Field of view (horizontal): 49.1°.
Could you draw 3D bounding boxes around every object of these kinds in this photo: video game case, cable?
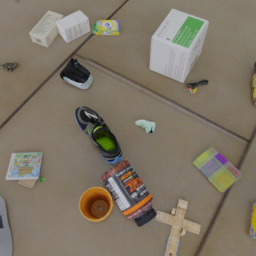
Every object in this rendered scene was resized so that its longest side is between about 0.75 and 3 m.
[{"bbox_3d":[-3.747,1.372,10.181,1.160,0.128,1.056,-2,55,1],"label":"video game case"},{"bbox_3d":[2.916,-1.808,12.027,1.155,0.291,0.561,-26,47,-27],"label":"cable"}]

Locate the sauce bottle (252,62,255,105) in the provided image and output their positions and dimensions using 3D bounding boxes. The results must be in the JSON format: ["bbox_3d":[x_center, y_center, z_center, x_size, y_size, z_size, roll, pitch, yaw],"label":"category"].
[{"bbox_3d":[5.588,-1.901,11.749,0.705,0.705,2.180,7,60,4],"label":"sauce bottle"}]

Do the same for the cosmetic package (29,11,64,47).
[{"bbox_3d":[-3.803,-4.730,13.347,0.894,0.604,1.699,23,64,12],"label":"cosmetic package"}]

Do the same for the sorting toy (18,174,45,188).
[{"bbox_3d":[-3.404,1.840,10.002,0.849,0.125,0.627,17,58,13],"label":"sorting toy"}]

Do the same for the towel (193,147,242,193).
[{"bbox_3d":[3.231,1.505,10.167,1.097,0.174,1.527,-36,66,-17],"label":"towel"}]

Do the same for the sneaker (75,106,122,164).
[{"bbox_3d":[-1.064,0.095,10.405,0.941,1.100,2.655,-31,66,-17],"label":"sneaker"}]

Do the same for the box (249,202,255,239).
[{"bbox_3d":[5.018,2.849,8.353,1.949,2.023,1.234,17,62,9],"label":"box"}]

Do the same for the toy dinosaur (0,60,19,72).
[{"bbox_3d":[-5.272,-2.744,12.463,0.945,0.364,0.483,-8,48,4],"label":"toy dinosaur"}]

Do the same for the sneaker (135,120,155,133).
[{"bbox_3d":[0.659,-0.041,10.929,0.795,0.293,0.469,8,55,2],"label":"sneaker"}]

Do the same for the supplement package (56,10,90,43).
[{"bbox_3d":[-2.585,-4.824,13.298,1.333,0.782,0.779,-32,66,-17],"label":"supplement package"}]

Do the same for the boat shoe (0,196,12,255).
[{"bbox_3d":[-4.336,3.374,8.867,0.831,0.844,2.381,-28,65,16],"label":"boat shoe"}]

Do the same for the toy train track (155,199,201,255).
[{"bbox_3d":[1.488,3.519,8.914,1.494,0.424,2.605,16,63,9],"label":"toy train track"}]

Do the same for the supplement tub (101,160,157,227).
[{"bbox_3d":[0.087,2.149,9.149,1.097,1.097,2.051,-32,83,-16],"label":"supplement tub"}]

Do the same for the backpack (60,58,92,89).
[{"bbox_3d":[-2.098,-2.223,11.852,1.257,0.795,1.049,29,82,14],"label":"backpack"}]

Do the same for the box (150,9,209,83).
[{"bbox_3d":[2.108,-3.457,11.854,1.702,1.987,1.977,26,65,15],"label":"box"}]

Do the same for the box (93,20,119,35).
[{"bbox_3d":[-1.072,-4.899,13.620,1.296,0.314,0.761,-1,61,1],"label":"box"}]

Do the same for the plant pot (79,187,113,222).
[{"bbox_3d":[-0.979,2.552,9.113,1.043,0.955,1.043,-2,63,3],"label":"plant pot"}]
